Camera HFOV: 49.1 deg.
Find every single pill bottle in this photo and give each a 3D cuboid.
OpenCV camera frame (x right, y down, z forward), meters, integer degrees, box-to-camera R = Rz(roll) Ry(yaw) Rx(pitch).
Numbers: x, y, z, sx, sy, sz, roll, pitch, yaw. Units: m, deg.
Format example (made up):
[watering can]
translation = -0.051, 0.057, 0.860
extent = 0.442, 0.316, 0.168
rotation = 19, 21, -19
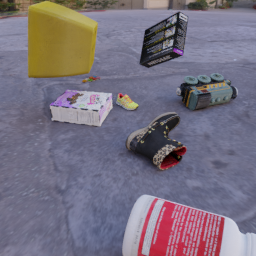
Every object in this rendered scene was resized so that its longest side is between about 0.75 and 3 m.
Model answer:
[pill bottle]
translation = 1.310, 2.362, 5.649
extent = 2.575, 1.446, 1.446
rotation = 11, 31, 19

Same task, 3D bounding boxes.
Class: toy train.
[toy train]
translation = 3.760, -1.708, 13.273
extent = 2.922, 1.245, 1.665
rotation = -10, 43, -21

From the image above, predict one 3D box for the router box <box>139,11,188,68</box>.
[router box]
translation = 1.281, -3.209, 10.436
extent = 0.513, 1.498, 2.008
rotation = 15, -10, -32

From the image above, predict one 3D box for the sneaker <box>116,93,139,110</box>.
[sneaker]
translation = -0.053, -1.234, 12.916
extent = 1.288, 0.582, 0.503
rotation = 24, 36, 33

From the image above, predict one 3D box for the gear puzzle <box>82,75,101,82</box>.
[gear puzzle]
translation = -2.187, -2.860, 16.237
extent = 1.189, 0.156, 0.616
rotation = -25, 38, -37

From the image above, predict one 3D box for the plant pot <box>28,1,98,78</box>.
[plant pot]
translation = -2.485, -3.443, 11.254
extent = 2.278, 2.583, 2.583
rotation = 8, 28, -4

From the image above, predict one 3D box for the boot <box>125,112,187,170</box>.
[boot]
translation = 1.305, 0.398, 9.616
extent = 2.361, 0.864, 1.778
rotation = -26, 38, -25

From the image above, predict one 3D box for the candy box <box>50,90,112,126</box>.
[candy box]
translation = -1.956, -0.926, 12.151
extent = 2.175, 0.778, 1.825
rotation = 6, 30, 11
